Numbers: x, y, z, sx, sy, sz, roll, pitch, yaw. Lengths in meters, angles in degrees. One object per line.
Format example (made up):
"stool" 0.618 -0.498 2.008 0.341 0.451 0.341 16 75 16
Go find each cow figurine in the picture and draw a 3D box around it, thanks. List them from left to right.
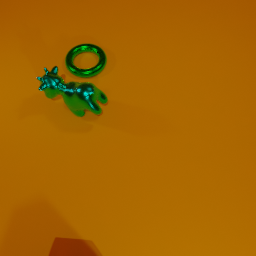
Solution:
"cow figurine" -1.514 -0.992 7.439 1.607 1.581 0.882 -1 53 44

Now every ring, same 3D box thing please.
"ring" -1.314 -2.129 8.762 1.321 0.264 1.321 0 61 0
